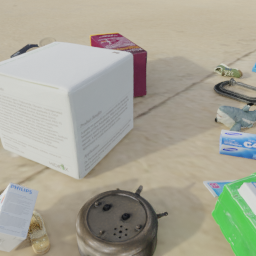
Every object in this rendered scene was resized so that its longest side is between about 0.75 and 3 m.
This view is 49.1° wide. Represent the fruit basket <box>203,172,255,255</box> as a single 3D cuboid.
[{"bbox_3d":[2.956,1.581,4.791,2.603,1.220,2.410,-4,32,-11],"label":"fruit basket"}]

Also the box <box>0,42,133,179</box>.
[{"bbox_3d":[-1.587,-0.666,7.247,2.702,2.315,2.689,16,36,24],"label":"box"}]

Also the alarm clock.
[{"bbox_3d":[-0.311,1.866,4.848,1.452,0.717,2.153,19,40,27],"label":"alarm clock"}]

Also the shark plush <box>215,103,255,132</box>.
[{"bbox_3d":[3.502,-0.369,8.210,1.918,0.799,0.872,-2,32,-3],"label":"shark plush"}]

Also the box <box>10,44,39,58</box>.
[{"bbox_3d":[-3.825,-2.928,12.109,1.637,0.936,1.797,4,33,6],"label":"box"}]

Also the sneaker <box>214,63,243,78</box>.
[{"bbox_3d":[4.134,-2.315,11.719,0.542,0.405,1.207,-27,42,-20],"label":"sneaker"}]

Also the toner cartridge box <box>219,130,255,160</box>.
[{"bbox_3d":[3.215,0.474,7.317,1.541,0.333,0.732,8,33,13],"label":"toner cartridge box"}]

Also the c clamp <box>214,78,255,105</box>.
[{"bbox_3d":[4.410,-1.385,10.363,2.226,0.301,1.902,23,44,29],"label":"c clamp"}]

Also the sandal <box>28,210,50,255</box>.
[{"bbox_3d":[-1.772,1.775,5.216,0.436,0.391,1.189,-20,38,-29],"label":"sandal"}]

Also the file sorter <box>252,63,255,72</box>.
[{"bbox_3d":[6.841,-3.488,12.362,1.851,1.636,2.667,17,37,26],"label":"file sorter"}]

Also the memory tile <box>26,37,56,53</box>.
[{"bbox_3d":[-3.218,-2.258,10.529,2.247,0.246,2.932,28,61,20],"label":"memory tile"}]

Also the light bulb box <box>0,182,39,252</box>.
[{"bbox_3d":[-2.033,1.545,4.825,0.536,0.851,0.859,27,42,-25],"label":"light bulb box"}]

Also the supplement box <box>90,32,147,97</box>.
[{"bbox_3d":[-0.440,-2.463,10.710,1.277,1.645,2.981,-13,34,-18],"label":"supplement box"}]
